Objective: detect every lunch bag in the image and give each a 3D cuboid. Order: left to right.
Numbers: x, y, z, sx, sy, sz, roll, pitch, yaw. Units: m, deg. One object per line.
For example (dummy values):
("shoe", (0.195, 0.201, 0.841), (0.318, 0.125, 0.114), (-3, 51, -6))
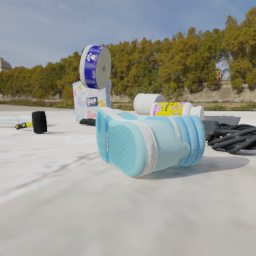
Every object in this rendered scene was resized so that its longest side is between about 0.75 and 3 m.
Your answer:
("lunch bag", (-1.487, -1.153, 12.223), (1.429, 1.907, 2.249), (-7, 8, -34))

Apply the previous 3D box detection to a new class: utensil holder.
("utensil holder", (1.964, -2.068, 24.785), (1.941, 1.941, 2.284), (-4, 8, -45))

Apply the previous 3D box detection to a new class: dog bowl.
("dog bowl", (-1.156, -2.201, 10.238), (0.615, 1.560, 1.560), (10, 7, 14))

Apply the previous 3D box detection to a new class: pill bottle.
("pill bottle", (1.678, -0.430, 9.558), (1.705, 0.889, 0.889), (2, 5, 28))

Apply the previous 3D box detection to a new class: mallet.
("mallet", (-2.897, -0.011, 8.242), (0.393, 0.629, 1.911), (-7, -7, -41))

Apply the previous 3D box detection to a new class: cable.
("cable", (2.187, 0.173, 4.920), (1.686, 0.525, 2.066), (4, 1, -15))

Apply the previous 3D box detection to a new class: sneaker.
("sneaker", (0.284, 0.114, 3.691), (1.200, 0.731, 1.839), (-4, 15, -21))

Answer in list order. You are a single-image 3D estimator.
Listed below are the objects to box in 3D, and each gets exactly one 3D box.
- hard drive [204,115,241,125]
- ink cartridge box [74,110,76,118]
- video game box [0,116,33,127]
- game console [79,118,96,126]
("hard drive", (3.372, -0.311, 11.262), (1.890, 0.400, 1.275), (-1, 4, -10))
("ink cartridge box", (-3.123, -0.953, 18.663), (0.989, 0.570, 0.336), (1, 5, 22))
("video game box", (-4.184, -0.269, 10.780), (1.594, 0.410, 1.750), (2, 4, -3))
("game console", (-0.832, -0.192, 10.573), (2.371, 0.286, 1.398), (6, 7, 42))
